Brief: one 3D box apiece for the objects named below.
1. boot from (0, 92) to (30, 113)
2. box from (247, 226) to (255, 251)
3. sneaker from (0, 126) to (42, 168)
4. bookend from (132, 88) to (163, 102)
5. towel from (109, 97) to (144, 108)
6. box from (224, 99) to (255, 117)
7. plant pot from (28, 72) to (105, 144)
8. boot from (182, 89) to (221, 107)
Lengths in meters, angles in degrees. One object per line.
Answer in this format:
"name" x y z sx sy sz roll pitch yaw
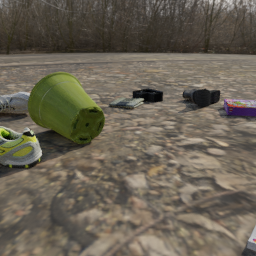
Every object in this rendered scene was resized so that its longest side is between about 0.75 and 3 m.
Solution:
"boot" -5.026 -0.832 11.313 2.555 0.940 1.221 -2 24 19
"box" 2.344 1.779 4.519 0.606 0.160 0.777 13 22 34
"sneaker" -3.519 0.414 7.270 2.545 0.972 0.959 0 20 0
"bookend" 0.969 -1.578 13.855 1.088 0.501 1.081 -16 24 -37
"towel" -0.038 -1.174 13.212 1.303 0.234 1.353 5 21 24
"box" 5.170 -0.856 11.881 1.991 0.389 1.362 4 19 10
"plant pot" -1.780 -0.470 8.888 2.063 2.063 1.959 -16 38 -39
"boot" 3.247 -1.516 13.472 1.564 0.829 2.376 13 12 41
